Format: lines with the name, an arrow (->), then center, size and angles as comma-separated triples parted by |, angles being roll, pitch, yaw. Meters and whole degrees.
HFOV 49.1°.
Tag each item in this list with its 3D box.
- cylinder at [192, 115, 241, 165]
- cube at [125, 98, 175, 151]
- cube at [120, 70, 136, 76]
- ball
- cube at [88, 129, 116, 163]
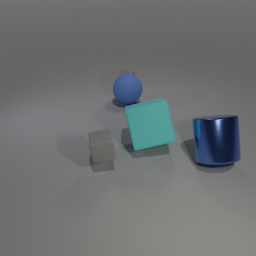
cylinder -> 2.824, 0.338, 8.964 | 1.400, 1.400, 1.400 | -5, 5, 0
cube -> 0.717, -0.169, 9.707 | 1.400, 1.400, 1.400 | -13, 9, 1
cube -> -0.005, -2.656, 15.268 | 0.700, 0.700, 0.700 | 9, 62, 30
ball -> -0.012, -1.843, 13.162 | 1.400, 1.400, 1.400 | 0, 29, 0
cube -> -0.784, 0.536, 8.499 | 0.700, 0.700, 0.700 | -10, 33, -4
